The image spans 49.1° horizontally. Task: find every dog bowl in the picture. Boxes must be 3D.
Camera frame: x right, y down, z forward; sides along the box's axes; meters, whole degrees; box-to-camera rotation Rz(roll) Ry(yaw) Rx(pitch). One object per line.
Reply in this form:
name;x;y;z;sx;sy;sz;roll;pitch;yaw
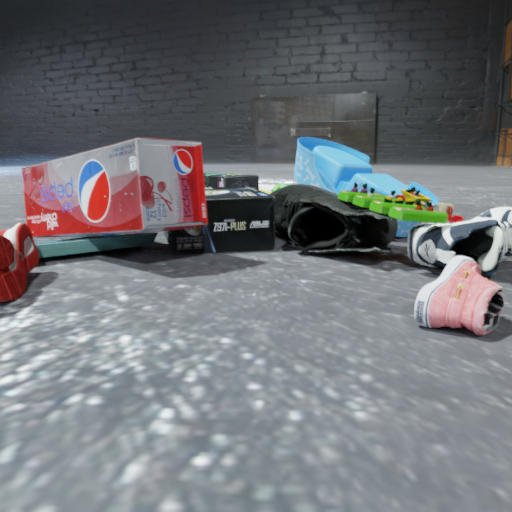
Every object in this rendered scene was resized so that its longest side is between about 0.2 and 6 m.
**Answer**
dog bowl;2.345;-1.610;12.882;2.065;0.919;3.705;-7;36;-43

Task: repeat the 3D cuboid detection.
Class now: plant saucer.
plant saucer;-3.375;-0.174;10.272;3.013;0.286;1.053;-9;7;-34

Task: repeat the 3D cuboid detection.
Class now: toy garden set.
toy garden set;2.612;-0.941;9.603;1.651;0.395;1.980;3;14;-23

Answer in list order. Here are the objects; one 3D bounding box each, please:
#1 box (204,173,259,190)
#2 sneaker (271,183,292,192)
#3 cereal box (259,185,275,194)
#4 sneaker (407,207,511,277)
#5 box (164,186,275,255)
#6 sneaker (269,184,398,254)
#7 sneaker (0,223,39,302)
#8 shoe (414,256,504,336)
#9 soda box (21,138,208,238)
box;-0.846;-1.387;13.815;1.066;1.274;1.716;-10;15;-38
sneaker;0.710;-1.484;14.525;0.824;0.731;1.973;41;-5;5
cereal box;0.681;-1.832;16.914;1.532;0.421;2.129;21;17;37
sneaker;3.813;-0.191;8.923;2.412;0.963;1.570;-2;13;-9
box;-0.865;-0.815;11.603;2.020;1.062;2.466;-3;12;-11
sneaker;1.154;-0.721;10.871;3.902;1.172;2.035;14;13;39
sneaker;-4.012;0.233;7.746;1.429;0.969;2.473;-16;9;-3
shoe;2.584;0.476;6.698;0.788;0.619;1.733;10;21;35
soda box;-2.776;-1.120;10.344;1.353;1.494;4.268;-8;6;-44
